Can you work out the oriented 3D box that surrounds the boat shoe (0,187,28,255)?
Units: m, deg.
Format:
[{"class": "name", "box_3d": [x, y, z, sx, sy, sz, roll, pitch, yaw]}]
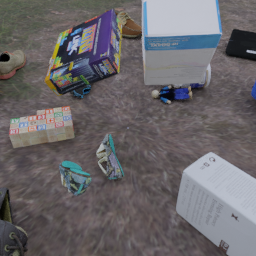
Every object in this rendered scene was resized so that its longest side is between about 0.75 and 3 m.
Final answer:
[{"class": "boat shoe", "box_3d": [-2.251, 2.036, 4.874, 0.943, 1.065, 2.910, -24, 44, -20]}]

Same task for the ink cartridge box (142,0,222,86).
[{"class": "ink cartridge box", "box_3d": [0.956, -1.829, 5.806, 1.314, 2.099, 1.349, -2, 72, 2]}]

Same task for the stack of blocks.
[{"class": "stack of blocks", "box_3d": [-2.416, -0.052, 7.952, 1.670, 0.489, 0.962, -10, 39, -11]}]

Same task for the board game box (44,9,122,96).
[{"class": "board game box", "box_3d": [-0.939, -1.710, 6.251, 1.531, 0.525, 1.853, -18, 46, 20]}]

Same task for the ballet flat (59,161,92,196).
[{"class": "ballet flat", "box_3d": [-0.949, 0.840, 4.702, 0.459, 0.459, 1.237, -15, 7, -18]}]

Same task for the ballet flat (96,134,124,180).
[{"class": "ballet flat", "box_3d": [-0.521, 0.701, 7.011, 0.548, 0.548, 1.524, -9, 38, -11]}]

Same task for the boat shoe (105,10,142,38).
[{"class": "boat shoe", "box_3d": [-0.317, -5.304, 14.151, 2.696, 0.996, 1.020, 28, 46, 31]}]

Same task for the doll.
[{"class": "doll", "box_3d": [1.465, -1.164, 9.490, 1.324, 0.321, 0.903, -3, 46, 7]}]

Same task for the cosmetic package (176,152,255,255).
[{"class": "cosmetic package", "box_3d": [2.190, 1.725, 5.083, 0.959, 1.317, 2.590, -28, 45, -30]}]

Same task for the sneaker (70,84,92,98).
[{"class": "sneaker", "box_3d": [-1.465, -1.486, 9.869, 0.545, 0.487, 1.330, 31, 52, 13]}]

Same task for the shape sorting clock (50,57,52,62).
[{"class": "shape sorting clock", "box_3d": [-1.772, -2.745, 11.310, 2.728, 0.535, 2.728, 0, 38, 0]}]

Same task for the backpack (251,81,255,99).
[{"class": "backpack", "box_3d": [4.994, -1.278, 8.710, 1.833, 1.490, 1.538, -8, 42, -12]}]

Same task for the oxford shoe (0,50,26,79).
[{"class": "oxford shoe", "box_3d": [-4.606, -2.726, 11.096, 0.721, 0.765, 2.047, 1, 38, 1]}]

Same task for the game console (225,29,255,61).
[{"class": "game console", "box_3d": [5.741, -3.579, 12.616, 2.310, 1.344, 2.031, 17, 71, 20]}]

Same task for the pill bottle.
[{"class": "pill bottle", "box_3d": [2.010, -1.894, 9.906, 1.594, 0.954, 0.954, -2, 39, -2]}]
